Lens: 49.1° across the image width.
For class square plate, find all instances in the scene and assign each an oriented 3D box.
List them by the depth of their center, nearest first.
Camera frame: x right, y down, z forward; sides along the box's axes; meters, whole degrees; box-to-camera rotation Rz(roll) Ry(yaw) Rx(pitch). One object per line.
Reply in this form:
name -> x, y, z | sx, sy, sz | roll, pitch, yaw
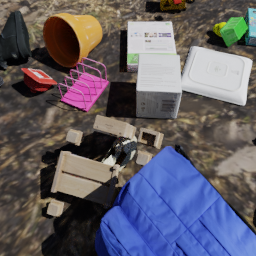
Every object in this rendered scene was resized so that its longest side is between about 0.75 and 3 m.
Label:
square plate -> 3.049, -1.947, 9.644 | 2.265, 0.325, 2.287 | 16, 57, 12

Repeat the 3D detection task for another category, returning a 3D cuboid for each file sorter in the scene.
file sorter -> -1.410, -1.435, 8.938 | 0.983, 0.887, 1.415 | 22, 58, 15

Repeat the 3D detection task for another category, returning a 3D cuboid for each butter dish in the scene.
butter dish -> -2.977, -1.467, 9.135 | 0.929, 0.687, 0.927 | 37, 19, 19

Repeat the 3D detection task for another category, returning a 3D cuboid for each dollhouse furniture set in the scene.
dollhouse furniture set -> -0.504, 1.135, 7.206 | 2.271, 1.300, 2.662 | 15, 89, 11

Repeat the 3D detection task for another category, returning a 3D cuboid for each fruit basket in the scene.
fruit basket -> 3.819, -3.698, 10.722 | 1.166, 0.841, 1.166 | -31, 22, 14

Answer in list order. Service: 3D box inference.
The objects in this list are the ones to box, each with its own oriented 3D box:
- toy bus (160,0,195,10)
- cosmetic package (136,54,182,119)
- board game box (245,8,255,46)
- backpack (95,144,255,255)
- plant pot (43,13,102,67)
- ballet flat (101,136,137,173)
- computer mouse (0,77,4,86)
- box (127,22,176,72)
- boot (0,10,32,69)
toy bus -> 2.175, -5.458, 11.689 | 1.740, 0.953, 1.844 | -37, 58, -17
cosmetic package -> 0.905, -1.267, 8.574 | 1.276, 1.283, 1.534 | 2, 55, 3
board game box -> 5.335, -3.887, 10.912 | 1.378, 0.428, 1.825 | 11, 56, 7
backpack -> 0.936, 2.348, 5.496 | 2.440, 2.363, 2.908 | -39, 73, -24
plant pot -> -1.789, -3.215, 9.828 | 1.725, 1.725, 1.580 | 30, 45, 19
ballet flat -> -0.290, 0.786, 7.564 | 0.666, 0.616, 1.976 | 22, 58, 14
computer mouse -> -5.351, -0.877, 8.892 | 2.972, 0.506, 0.871 | -30, 51, -26
box -> 0.832, -3.044, 10.345 | 1.751, 0.441, 2.427 | 0, 54, 0
boot -> -4.737, -3.158, 10.160 | 2.157, 0.974, 2.633 | -16, 56, -4
